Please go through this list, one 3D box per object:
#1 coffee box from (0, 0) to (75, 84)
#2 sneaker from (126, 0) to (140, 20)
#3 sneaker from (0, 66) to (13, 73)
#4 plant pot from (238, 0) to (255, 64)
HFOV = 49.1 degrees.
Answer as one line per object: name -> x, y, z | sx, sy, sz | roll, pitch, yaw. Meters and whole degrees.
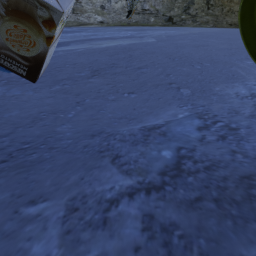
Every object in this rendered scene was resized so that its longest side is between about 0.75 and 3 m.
coffee box -> -1.934, -1.945, 5.504 | 1.125, 1.967, 0.784 | 27, 48, -14
sneaker -> 0.104, -4.906, 11.111 | 0.509, 1.161, 0.439 | 18, 38, -13
sneaker -> -2.764, -2.664, 6.755 | 1.040, 2.652, 0.874 | 8, 6, 41
plant pot -> 3.667, -2.279, 5.568 | 1.948, 2.023, 2.023 | -29, 28, -3
